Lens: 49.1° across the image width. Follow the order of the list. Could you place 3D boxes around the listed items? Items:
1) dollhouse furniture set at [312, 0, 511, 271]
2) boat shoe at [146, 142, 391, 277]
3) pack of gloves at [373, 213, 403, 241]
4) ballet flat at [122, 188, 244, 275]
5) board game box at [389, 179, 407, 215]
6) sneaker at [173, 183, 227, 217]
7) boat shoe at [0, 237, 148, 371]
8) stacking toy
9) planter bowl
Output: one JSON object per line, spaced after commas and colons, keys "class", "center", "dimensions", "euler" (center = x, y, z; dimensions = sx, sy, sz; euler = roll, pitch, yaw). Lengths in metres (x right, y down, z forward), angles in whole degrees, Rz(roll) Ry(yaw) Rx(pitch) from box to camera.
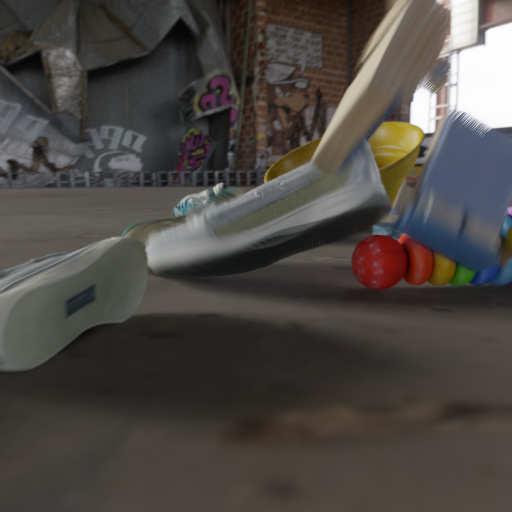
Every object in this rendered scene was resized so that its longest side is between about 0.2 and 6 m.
{"class": "dollhouse furniture set", "center": [2.068, -1.344, 5.362], "dimensions": [2.268, 2.141, 1.480], "euler": [29, -21, -5]}
{"class": "boat shoe", "center": [0.023, -0.442, 6.305], "dimensions": [2.842, 0.911, 1.047], "euler": [-18, -18, 18]}
{"class": "pack of gloves", "center": [1.929, -0.475, 10.179], "dimensions": [1.662, 0.390, 1.978], "euler": [13, 20, 9]}
{"class": "ballet flat", "center": [-0.763, -0.265, 7.679], "dimensions": [0.870, 0.784, 2.311], "euler": [42, 42, 20]}
{"class": "board game box", "center": [3.121, -1.452, 14.561], "dimensions": [1.107, 1.106, 1.106], "euler": [-3, 9, -20]}
{"class": "sneaker", "center": [-1.128, -0.876, 11.990], "dimensions": [1.192, 1.072, 2.762], "euler": [-16, 6, -8]}
{"class": "boat shoe", "center": [-1.567, 0.258, 4.425], "dimensions": [0.757, 0.741, 2.125], "euler": [7, 13, 15]}
{"class": "stacking toy", "center": [2.155, -0.044, 6.186], "dimensions": [2.237, 0.955, 0.955], "euler": [-5, 9, -8]}
{"class": "planter bowl", "center": [2.140, -1.654, 12.833], "dimensions": [3.658, 1.523, 3.658], "euler": [-17, 24, 8]}
